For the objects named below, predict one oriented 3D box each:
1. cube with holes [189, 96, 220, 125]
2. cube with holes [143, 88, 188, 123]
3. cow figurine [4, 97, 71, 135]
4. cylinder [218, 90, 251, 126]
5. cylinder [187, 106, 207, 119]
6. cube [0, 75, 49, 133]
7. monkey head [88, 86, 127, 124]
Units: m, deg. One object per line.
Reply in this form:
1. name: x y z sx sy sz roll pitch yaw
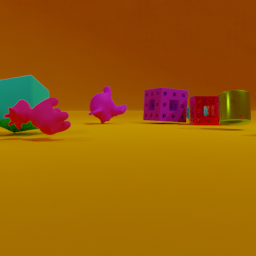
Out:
1. cube with holes: 2.756 -0.612 9.917 0.989 0.989 0.989 0 4 2
2. cube with holes: 1.435 -0.857 10.850 1.210 1.210 1.210 2 2 -26
3. cow figurine: -1.618 -0.172 4.985 0.949 0.529 0.964 -27 51 -21
4. cylinder: 2.871 -0.523 7.564 0.814 0.814 0.814 2 -10 0
5. cylinder: 3.097 -0.663 12.574 0.722 0.722 0.722 4 5 44
6. cube: -2.322 -0.495 6.131 0.920 0.920 0.920 -9 -15 6
7. monkey head: -0.778 -0.841 10.512 1.267 1.061 1.761 -12 36 30
